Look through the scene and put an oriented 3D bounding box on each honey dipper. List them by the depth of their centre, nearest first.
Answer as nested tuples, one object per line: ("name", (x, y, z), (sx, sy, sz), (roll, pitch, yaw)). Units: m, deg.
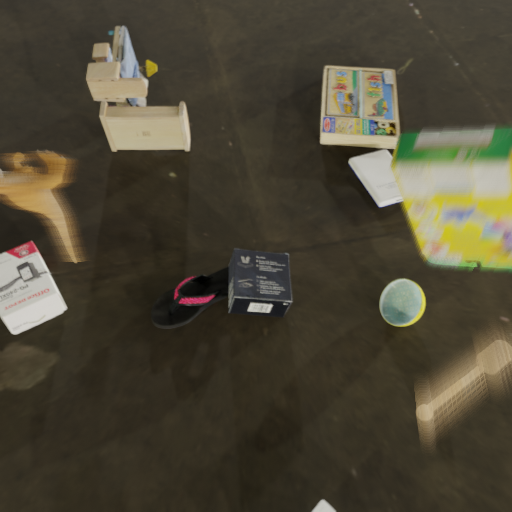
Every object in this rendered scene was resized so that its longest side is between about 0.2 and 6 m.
("honey dipper", (1.643, 0.999, 4.413), (1.083, 0.206, 0.206), (-27, 56, -29))

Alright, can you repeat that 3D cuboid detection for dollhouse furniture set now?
("dollhouse furniture set", (-2.258, -3.763, 11.599), (1.650, 2.387, 2.528), (-1, 63, -1))

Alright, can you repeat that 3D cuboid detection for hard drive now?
("hard drive", (2.554, -1.580, 11.291), (0.874, 0.168, 1.325), (-16, 54, -12))

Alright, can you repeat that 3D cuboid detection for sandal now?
("sandal", (-0.959, 0.587, 9.422), (1.852, 0.417, 0.695), (-27, 59, -20))

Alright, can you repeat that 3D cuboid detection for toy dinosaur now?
("toy dinosaur", (-3.071, -0.859, 7.900), (0.655, 2.167, 1.151), (22, 78, 23))

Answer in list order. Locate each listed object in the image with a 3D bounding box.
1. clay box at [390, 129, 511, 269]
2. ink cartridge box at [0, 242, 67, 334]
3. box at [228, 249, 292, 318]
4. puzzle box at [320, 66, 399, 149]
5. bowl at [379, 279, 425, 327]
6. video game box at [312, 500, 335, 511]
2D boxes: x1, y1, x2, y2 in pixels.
("clay box", (2.482, -0.577, 6.641), (1.240, 2.159, 0.514), (5, 62, 31))
("ink cartridge box", (-3.909, 0.521, 9.394), (0.949, 0.545, 1.307), (-27, 56, -19))
("box", (0.048, 0.453, 9.310), (0.954, 0.569, 0.970), (6, 55, -11))
("puzzle box", (2.311, -3.408, 12.634), (1.683, 0.322, 2.530), (4, 52, 4))
("bowl", (2.473, 0.802, 9.200), (0.420, 0.780, 0.780), (20, 37, -42))
("video game box", (0.911, 3.995, 6.802), (1.296, 0.333, 1.423), (-37, 60, -28))
